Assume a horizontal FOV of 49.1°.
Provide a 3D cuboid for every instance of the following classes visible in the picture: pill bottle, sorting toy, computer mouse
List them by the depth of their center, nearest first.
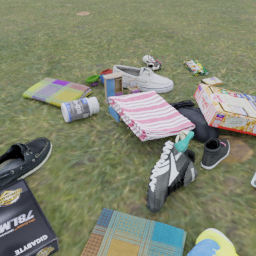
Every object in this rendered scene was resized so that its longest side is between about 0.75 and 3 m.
[{"bbox_3d":[2.393,-0.422,10.514,1.790,0.682,2.585,-16,40,-22],"label":"computer mouse"},{"bbox_3d":[-1.845,-0.746,10.889,1.335,0.760,0.760,-18,40,-21],"label":"pill bottle"},{"bbox_3d":[-1.242,-2.255,13.197,1.436,0.589,0.863,-29,29,-16],"label":"sorting toy"}]

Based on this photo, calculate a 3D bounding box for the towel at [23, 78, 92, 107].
[{"bbox_3d":[-3.114,-1.552,12.379,2.582,0.294,1.854,15,40,21],"label":"towel"}]

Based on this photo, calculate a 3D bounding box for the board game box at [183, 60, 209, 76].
[{"bbox_3d":[3.519,-3.146,14.613,0.820,0.184,1.564,-5,37,-10],"label":"board game box"}]

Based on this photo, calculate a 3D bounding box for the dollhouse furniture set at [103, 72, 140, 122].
[{"bbox_3d":[0.036,-1.329,11.284,1.769,1.223,1.874,-17,40,-21],"label":"dollhouse furniture set"}]

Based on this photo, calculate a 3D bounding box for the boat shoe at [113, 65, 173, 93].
[{"bbox_3d":[0.684,-2.319,12.743,2.847,0.935,1.024,12,42,8],"label":"boat shoe"}]

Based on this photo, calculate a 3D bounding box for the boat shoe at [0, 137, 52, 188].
[{"bbox_3d":[-3.363,0.922,8.533,1.000,0.887,2.676,21,42,26],"label":"boat shoe"}]

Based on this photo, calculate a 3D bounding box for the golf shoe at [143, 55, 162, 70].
[{"bbox_3d":[1.163,-3.452,14.755,0.600,0.526,1.362,-31,45,-25],"label":"golf shoe"}]

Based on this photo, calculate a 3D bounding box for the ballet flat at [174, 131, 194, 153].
[{"bbox_3d":[1.646,0.295,8.241,0.401,0.384,1.140,48,37,-3],"label":"ballet flat"}]

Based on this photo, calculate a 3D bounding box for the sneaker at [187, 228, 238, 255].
[{"bbox_3d":[2.125,3.179,5.720,1.171,0.844,2.229,-32,40,-18],"label":"sneaker"}]

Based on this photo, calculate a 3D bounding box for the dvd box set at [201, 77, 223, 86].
[{"bbox_3d":[4.004,-2.208,13.391,0.812,0.119,0.594,-14,39,-19],"label":"dvd box set"}]

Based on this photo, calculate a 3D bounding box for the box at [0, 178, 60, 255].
[{"bbox_3d":[-3.166,2.518,6.688,2.303,0.572,2.286,-23,41,-27],"label":"box"}]

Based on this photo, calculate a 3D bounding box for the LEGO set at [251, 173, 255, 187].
[{"bbox_3d":[4.927,1.767,7.407,2.958,1.361,1.101,36,9,33],"label":"LEGO set"}]

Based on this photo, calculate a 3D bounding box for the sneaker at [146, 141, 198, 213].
[{"bbox_3d":[1.333,1.340,7.971,1.218,0.894,2.692,10,36,18],"label":"sneaker"}]

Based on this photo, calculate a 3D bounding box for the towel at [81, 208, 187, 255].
[{"bbox_3d":[0.162,2.806,6.578,2.226,0.242,1.632,10,38,16],"label":"towel"}]

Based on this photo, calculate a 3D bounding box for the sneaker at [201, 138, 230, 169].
[{"bbox_3d":[2.913,0.598,9.045,0.574,0.806,1.625,25,42,32],"label":"sneaker"}]

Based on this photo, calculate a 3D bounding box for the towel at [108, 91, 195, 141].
[{"bbox_3d":[0.776,-0.605,10.129,2.096,0.428,2.865,-11,38,-26],"label":"towel"}]

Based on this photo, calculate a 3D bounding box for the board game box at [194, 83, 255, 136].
[{"bbox_3d":[3.988,-0.652,10.278,2.691,0.623,2.038,12,35,-12],"label":"board game box"}]
